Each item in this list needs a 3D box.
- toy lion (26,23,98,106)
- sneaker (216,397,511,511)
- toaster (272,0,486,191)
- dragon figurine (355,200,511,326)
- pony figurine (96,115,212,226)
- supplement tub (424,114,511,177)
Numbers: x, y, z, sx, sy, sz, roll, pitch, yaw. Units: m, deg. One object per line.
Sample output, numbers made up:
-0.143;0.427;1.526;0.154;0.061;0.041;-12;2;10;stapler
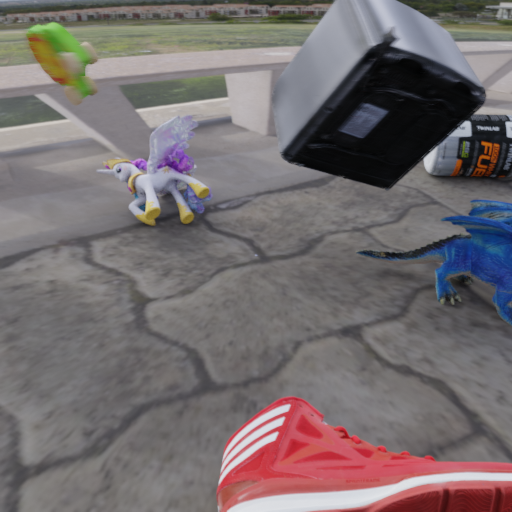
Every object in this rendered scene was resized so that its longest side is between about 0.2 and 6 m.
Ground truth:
-2.524;-2.549;7.164;1.063;1.109;0.381;46;66;1;toy lion
1.109;1.998;5.551;3.085;1.208;1.782;-1;30;-5;sneaker
1.961;-2.635;9.126;2.576;2.849;1.691;8;54;-32;toaster
3.594;-0.199;8.738;4.011;1.994;1.180;24;36;38;dragon figurine
-1.999;-1.708;12.118;2.288;1.974;2.370;-26;52;-24;pony figurine
5.573;-2.742;13.933;2.510;1.538;1.538;2;28;5;supplement tub
